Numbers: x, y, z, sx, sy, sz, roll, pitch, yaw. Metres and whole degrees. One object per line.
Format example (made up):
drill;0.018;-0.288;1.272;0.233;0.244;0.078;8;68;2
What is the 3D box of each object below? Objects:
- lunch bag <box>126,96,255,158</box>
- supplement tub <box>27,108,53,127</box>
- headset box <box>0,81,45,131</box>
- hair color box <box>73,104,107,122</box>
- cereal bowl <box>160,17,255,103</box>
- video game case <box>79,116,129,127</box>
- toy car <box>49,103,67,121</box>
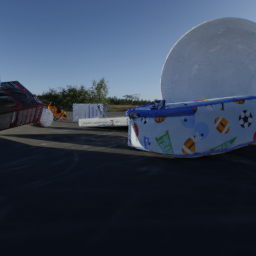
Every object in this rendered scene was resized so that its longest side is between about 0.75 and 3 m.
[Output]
lunch bag;0.951;-0.080;4.226;1.974;0.746;1.582;-5;6;-22
supplement tub;-3.064;-0.360;9.505;0.880;0.618;0.618;3;5;23
headset box;-3.204;-0.634;7.466;1.270;0.641;1.709;39;30;20
hair color box;-1.729;-0.696;12.742;1.519;0.830;0.492;2;4;20
cereal bowl;1.709;-0.807;5.043;2.119;2.119;0.882;3;8;32
video game case;0.139;-0.253;9.232;2.626;0.307;2.388;-5;3;-44
toy car;-3.408;-0.505;13.909;0.734;1.082;2.206;-43;-11;-6
